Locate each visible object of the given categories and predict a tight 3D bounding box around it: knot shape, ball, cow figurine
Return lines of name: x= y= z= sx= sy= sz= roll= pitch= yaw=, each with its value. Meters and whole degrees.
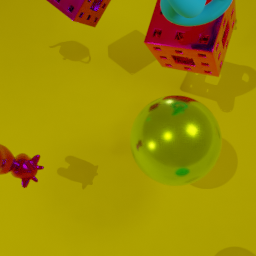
knot shape: x=0.956 y=-1.994 z=3.754 sx=0.760 sy=1.540 sz=1.646 roll=38 pitch=75 yaw=23
ball: x=0.722 y=0.190 z=4.340 sx=1.393 sy=1.393 sz=1.393 roll=0 pitch=64 yaw=0
cow figurine: x=-2.045 y=0.581 z=4.633 sx=1.149 sy=1.168 sz=0.641 roll=23 pitch=83 yaw=-2

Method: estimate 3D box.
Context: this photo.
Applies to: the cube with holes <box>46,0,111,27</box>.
cube with holes: x=-1.015 y=-2.872 z=5.788 sx=1.012 sy=1.012 sz=1.012 roll=39 pitch=111 yaw=7

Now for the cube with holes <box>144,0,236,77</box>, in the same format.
cube with holes: x=1.288 y=-1.943 z=5.567 sx=1.294 sy=1.294 sz=1.294 roll=16 pitch=87 yaw=24
